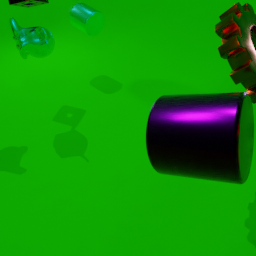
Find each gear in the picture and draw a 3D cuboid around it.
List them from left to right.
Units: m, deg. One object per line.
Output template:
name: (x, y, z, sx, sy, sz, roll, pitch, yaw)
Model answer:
gear: (2.495, -1.393, 5.387, 2.059, 0.381, 2.059, 17, 61, -33)

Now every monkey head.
monkey head: (-2.515, -2.422, 7.418, 0.985, 1.176, 1.635, -24, 12, -9)

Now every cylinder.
cylinder: (-1.464, -3.896, 10.073, 0.917, 0.917, 0.917, 38, 53, 27)
cylinder: (0.865, 0.096, 3.276, 0.995, 0.995, 0.995, 2, 37, 32)

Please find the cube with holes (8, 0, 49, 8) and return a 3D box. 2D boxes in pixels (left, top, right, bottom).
cube with holes: (-2.949, -4.039, 8.157, 0.804, 0.804, 0.804, -1, 16, 22)
